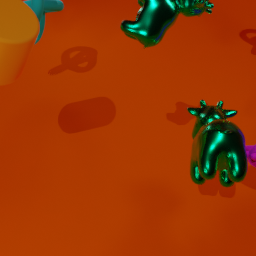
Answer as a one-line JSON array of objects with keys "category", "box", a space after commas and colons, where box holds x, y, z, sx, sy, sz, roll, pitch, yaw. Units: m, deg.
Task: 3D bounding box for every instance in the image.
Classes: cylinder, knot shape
[{"category": "cylinder", "box": [-2.173, -1.463, 4.642, 1.111, 1.111, 1.111, 19, 51, -25]}, {"category": "knot shape", "box": [-2.394, -3.040, 7.167, 0.840, 1.702, 1.819, 39, 64, -8]}]

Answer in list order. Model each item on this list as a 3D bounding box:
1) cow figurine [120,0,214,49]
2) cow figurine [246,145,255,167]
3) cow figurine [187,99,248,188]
[{"category": "cow figurine", "box": [0.584, -1.656, 4.119, 1.125, 1.144, 0.628, 26, 9, 8]}, {"category": "cow figurine", "box": [2.604, 0.010, 4.400, 1.603, 0.894, 1.629, 2, 91, -7]}, {"category": "cow figurine", "box": [1.407, 0.121, 4.513, 0.890, 1.622, 1.596, 4, 74, 8]}]
